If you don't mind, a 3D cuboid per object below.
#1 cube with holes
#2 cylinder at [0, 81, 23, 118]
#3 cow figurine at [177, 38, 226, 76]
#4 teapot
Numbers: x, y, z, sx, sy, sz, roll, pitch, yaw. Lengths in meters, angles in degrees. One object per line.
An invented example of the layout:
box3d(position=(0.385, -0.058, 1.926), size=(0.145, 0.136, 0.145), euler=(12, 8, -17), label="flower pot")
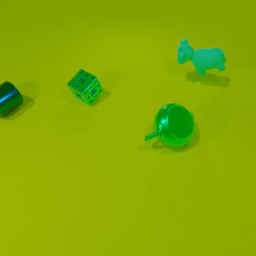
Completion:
box3d(position=(-1.427, -1.367, 9.430), size=(0.749, 0.749, 0.749), euler=(31, 73, 26), label="cube with holes")
box3d(position=(-4.041, -0.925, 9.087), size=(0.886, 0.886, 0.886), euler=(29, 55, 23), label="cylinder")
box3d(position=(2.419, -2.411, 9.354), size=(1.503, 1.479, 0.825), euler=(-5, 58, 37), label="cow figurine")
box3d(position=(1.329, -0.078, 8.283), size=(2.075, 1.016, 1.290), euler=(-25, 88, -29), label="teapot")
